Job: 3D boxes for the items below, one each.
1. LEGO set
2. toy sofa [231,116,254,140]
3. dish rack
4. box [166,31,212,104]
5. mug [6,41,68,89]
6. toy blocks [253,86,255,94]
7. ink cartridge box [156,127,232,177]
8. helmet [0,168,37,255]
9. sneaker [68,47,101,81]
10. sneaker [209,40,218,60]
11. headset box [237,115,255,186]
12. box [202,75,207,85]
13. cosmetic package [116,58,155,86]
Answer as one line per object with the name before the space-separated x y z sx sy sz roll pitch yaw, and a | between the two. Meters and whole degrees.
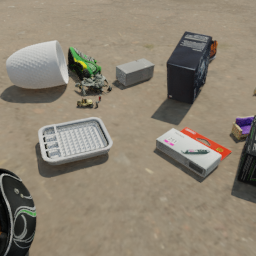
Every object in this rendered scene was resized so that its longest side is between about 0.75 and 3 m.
LEGO set | -1.560 -1.921 12.778 1.713 0.748 2.638 -7 37 -10
toy sofa | 4.620 -0.055 10.377 1.372 0.669 0.568 -6 37 -10
dish rack | -1.843 0.485 9.791 2.333 0.508 2.002 -13 38 -16
box | 2.617 -2.567 12.061 1.259 2.109 2.144 20 61 21
mug | -4.239 -3.014 13.207 2.381 2.005 2.716 -11 38 0
toy blocks | 6.572 -1.674 12.668 1.355 0.492 1.129 29 46 33
ink cartridge box | 2.302 0.610 9.685 1.776 0.445 2.046 -31 47 -33
helmet | -3.169 2.064 6.189 2.403 2.291 2.403 2 79 -9
sneaker | -2.347 -3.360 14.630 1.181 1.081 2.772 -15 48 -31
sneaker | 4.227 -4.280 15.525 0.835 1.206 2.153 28 45 32
headset box | 4.958 0.913 8.643 2.556 1.186 2.226 16 39 20
box | 3.308 -2.516 13.742 0.629 0.546 0.951 -16 39 -18
cosmetic package | 0.339 -2.792 13.927 1.775 0.800 0.948 -22 46 -31
